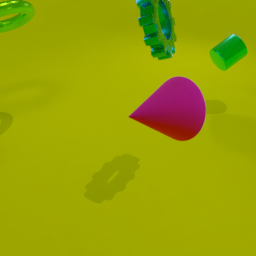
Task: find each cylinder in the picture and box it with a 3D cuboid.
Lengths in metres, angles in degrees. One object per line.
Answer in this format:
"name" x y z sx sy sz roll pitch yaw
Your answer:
"cylinder" 3.406 -2.556 9.538 0.896 0.896 0.896 -37 40 1

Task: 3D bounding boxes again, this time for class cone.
"cone" 0.357 -0.197 3.604 0.901 0.898 0.898 -10 34 -38

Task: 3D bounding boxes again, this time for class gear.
"gear" 0.689 -2.393 6.309 0.305 1.651 1.651 -6 30 27

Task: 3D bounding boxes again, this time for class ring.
"ring" -3.576 -3.220 8.173 1.750 0.350 1.750 -21 9 3
